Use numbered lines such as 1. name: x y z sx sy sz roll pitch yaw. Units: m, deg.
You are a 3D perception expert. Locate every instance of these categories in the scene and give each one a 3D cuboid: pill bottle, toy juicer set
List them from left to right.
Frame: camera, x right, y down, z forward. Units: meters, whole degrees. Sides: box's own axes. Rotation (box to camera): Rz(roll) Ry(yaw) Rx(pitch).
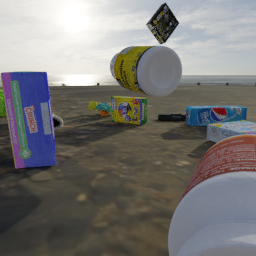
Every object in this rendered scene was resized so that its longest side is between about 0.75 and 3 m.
1. toy juicer set: -0.954 -0.878 14.169 1.525 0.652 2.398 13 -2 -31
2. pill bottle: 0.443 -2.019 9.656 1.575 1.575 2.802 -5 17 -26
3. pill bottle: 1.173 0.936 2.724 1.366 1.366 2.435 5 12 22

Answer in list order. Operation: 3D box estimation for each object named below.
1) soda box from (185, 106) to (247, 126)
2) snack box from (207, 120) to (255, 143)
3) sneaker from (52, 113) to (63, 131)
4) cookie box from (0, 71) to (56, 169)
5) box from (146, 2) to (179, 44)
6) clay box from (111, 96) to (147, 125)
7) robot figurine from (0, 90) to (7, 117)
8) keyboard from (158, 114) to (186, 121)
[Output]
1. soda box: 3.650 -0.520 11.682 2.350 0.754 0.797 -1 11 -4
2. snack box: 3.608 0.248 8.224 1.540 0.574 2.165 -4 12 -22
3. sneaker: -3.120 -0.194 9.931 0.862 0.795 1.954 6 13 39
4. cookie box: -2.481 -0.391 7.317 0.966 2.198 2.569 -6 12 -15
5. box: 1.440 -4.268 11.456 0.329 1.065 1.333 -2 49 55
6. clay box: -0.089 -0.794 12.157 1.926 1.106 0.458 7 14 34
7. robot figurine: -6.453 -1.285 14.191 1.940 1.279 2.211 -8 15 -35
8. keyboard: 2.212 -0.471 12.913 1.641 0.211 0.985 2 18 5
